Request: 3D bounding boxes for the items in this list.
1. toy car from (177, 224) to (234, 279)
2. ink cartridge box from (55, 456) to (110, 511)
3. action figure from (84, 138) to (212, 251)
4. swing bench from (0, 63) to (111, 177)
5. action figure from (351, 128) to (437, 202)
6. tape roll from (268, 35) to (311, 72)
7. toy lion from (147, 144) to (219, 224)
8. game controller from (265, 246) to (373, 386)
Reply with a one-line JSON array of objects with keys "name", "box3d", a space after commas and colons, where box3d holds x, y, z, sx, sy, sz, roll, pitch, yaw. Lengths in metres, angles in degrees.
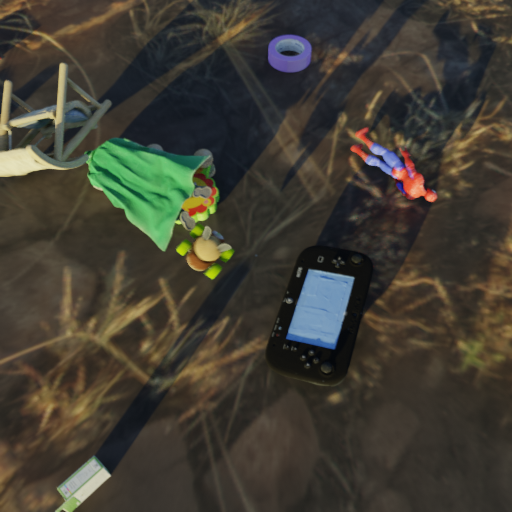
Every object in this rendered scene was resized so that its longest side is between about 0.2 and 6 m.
[{"name": "toy car", "box3d": [-0.742, -0.187, 9.234, 0.790, 0.961, 0.758, 38, 63, -5]}, {"name": "ink cartridge box", "box3d": [-2.440, 3.179, 7.678, 0.249, 0.436, 0.840, 39, 64, 23]}, {"name": "action figure", "box3d": [-2.233, -1.450, 10.477, 3.070, 0.840, 1.814, 28, 88, 32]}, {"name": "swing bench", "box3d": [-4.046, -2.333, 10.545, 1.897, 1.237, 1.907, 1, 68, 34]}, {"name": "action figure", "box3d": [2.731, -1.722, 10.919, 0.519, 0.657, 2.008, -24, 59, -31]}, {"name": "tape roll", "box3d": [0.792, -4.793, 13.265, 1.004, 0.329, 1.004, 0, 55, 0]}, {"name": "toy lion", "box3d": [-1.489, -1.343, 10.826, 1.603, 0.550, 1.536, 7, 63, 5]}, {"name": "game controller", "box3d": [1.068, 0.899, 9.198, 1.330, 0.537, 2.550, 15, 56, 10]}]
